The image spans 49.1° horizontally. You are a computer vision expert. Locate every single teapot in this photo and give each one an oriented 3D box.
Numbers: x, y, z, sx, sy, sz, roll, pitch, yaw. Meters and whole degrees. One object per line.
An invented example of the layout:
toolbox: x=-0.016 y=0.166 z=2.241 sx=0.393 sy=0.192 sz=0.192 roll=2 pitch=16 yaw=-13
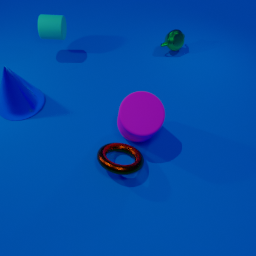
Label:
teapot: x=1.790 y=-3.418 z=10.839 sx=1.293 sy=0.804 sz=0.633 roll=-31 pitch=33 yaw=-21

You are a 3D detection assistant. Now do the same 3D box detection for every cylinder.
cylinder: x=0.323 y=-0.268 z=7.732 sx=1.191 sy=1.191 sz=1.191 roll=1 pitch=79 yaw=-4
cylinder: x=-2.735 y=-3.655 z=10.178 sx=0.844 sy=0.844 sz=0.844 roll=3 pitch=50 yaw=0

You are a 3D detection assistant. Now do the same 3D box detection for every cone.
cone: x=-3.524 y=-1.301 z=8.608 sx=1.536 sy=1.542 sz=1.536 roll=0 pitch=52 yaw=1

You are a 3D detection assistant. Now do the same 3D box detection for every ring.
ring: x=-0.196 y=0.793 z=7.446 sx=1.272 sy=0.254 sz=1.272 roll=9 pitch=29 yaw=-5
